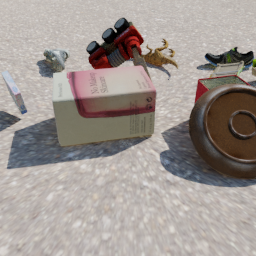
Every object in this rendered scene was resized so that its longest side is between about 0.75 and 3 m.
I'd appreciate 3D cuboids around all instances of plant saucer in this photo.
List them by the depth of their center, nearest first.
[{"bbox_3d":[2.598,-0.040,6.404,2.349,0.377,2.349,0,70,1],"label":"plant saucer"}]

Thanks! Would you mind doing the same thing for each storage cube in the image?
[{"bbox_3d":[2.563,-0.567,7.485,1.182,1.243,1.383,-8,36,-11],"label":"storage cube"}]

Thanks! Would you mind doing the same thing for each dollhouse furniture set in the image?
[{"bbox_3d":[4.224,-1.668,9.765,2.575,0.994,1.287,1,38,36],"label":"dollhouse furniture set"}]

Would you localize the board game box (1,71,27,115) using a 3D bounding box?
[{"bbox_3d":[-3.181,-0.982,7.871,0.198,0.910,0.914,-28,65,-21],"label":"board game box"}]

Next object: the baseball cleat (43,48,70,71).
[{"bbox_3d":[-2.688,-2.829,11.136,1.024,0.671,1.924,-20,41,-25],"label":"baseball cleat"}]

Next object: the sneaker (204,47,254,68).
[{"bbox_3d":[3.976,-2.828,11.021,1.915,0.794,0.679,4,34,6],"label":"sneaker"}]

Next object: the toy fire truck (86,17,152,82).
[{"bbox_3d":[-0.198,-2.331,9.813,2.021,1.478,2.297,-33,46,17],"label":"toy fire truck"}]

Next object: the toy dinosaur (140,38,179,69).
[{"bbox_3d":[1.370,-2.805,11.233,2.690,0.813,1.429,23,63,39],"label":"toy dinosaur"}]

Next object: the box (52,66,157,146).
[{"bbox_3d":[-0.658,-0.658,7.480,2.520,1.373,1.611,-7,36,-10],"label":"box"}]
